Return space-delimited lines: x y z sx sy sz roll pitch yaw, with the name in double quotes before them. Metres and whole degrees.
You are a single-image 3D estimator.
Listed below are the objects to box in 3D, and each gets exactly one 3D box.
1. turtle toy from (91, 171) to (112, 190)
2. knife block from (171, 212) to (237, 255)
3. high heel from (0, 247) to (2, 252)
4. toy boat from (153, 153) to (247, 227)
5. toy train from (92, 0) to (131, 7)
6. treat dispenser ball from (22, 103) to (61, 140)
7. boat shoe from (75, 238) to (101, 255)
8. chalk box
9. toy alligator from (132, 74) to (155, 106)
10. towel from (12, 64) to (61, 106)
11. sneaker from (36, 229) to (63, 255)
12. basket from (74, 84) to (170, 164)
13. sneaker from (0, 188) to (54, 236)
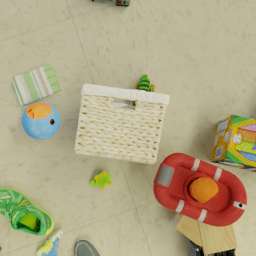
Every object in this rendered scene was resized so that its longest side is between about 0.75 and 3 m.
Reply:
"turtle toy" -0.896 1.721 9.251 0.751 0.380 0.547 -30 106 -2
"knife block" 2.830 3.202 8.723 2.633 0.960 2.999 35 82 5
"high heel" -4.828 4.098 8.780 1.414 0.505 1.008 20 75 -6
"toy boat" 2.002 1.692 7.636 2.533 1.656 1.653 21 81 5
"toy train" -0.665 -4.969 10.024 1.868 1.065 0.796 7 51 4
"treat dispenser ball" -2.833 -0.224 9.169 1.225 1.225 1.225 0 81 0
"boat shoe" -1.122 4.553 8.512 0.847 0.719 2.326 -21 72 3
"chalk box" 4.107 0.616 8.893 2.386 1.489 1.479 12 81 1
"toy alligator" 0.492 -0.864 9.352 0.706 0.646 2.382 6 69 3
"towel" -3.234 -1.525 9.913 1.477 0.227 1.102 -22 83 -6
"sneaker" -2.354 3.764 8.948 0.589 0.424 1.121 45 90 -5
"basket" -0.173 -0.011 8.506 2.442 2.464 1.981 8 82 2
"sneaker" -3.424 2.613 8.806 2.331 0.974 0.863 26 82 5
